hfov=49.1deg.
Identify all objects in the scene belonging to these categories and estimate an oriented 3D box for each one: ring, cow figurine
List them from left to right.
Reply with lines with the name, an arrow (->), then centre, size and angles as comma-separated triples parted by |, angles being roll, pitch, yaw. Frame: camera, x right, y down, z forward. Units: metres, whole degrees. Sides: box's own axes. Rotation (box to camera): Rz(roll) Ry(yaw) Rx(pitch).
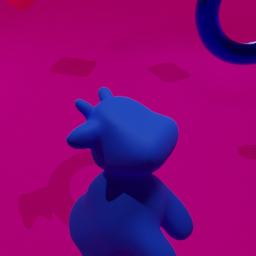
cow figurine -> -0.109, 0.529, 2.428 | 1.509, 1.534, 0.842 | 53, 36, -1
ring -> 2.208, -2.083, 4.857 | 2.065, 2.065, 0.413 | 0, 34, 0

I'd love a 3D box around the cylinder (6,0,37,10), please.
cylinder -> -3.024, -4.254, 8.179 | 1.119, 1.119, 1.119 | -23, 29, 34
